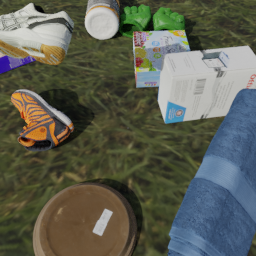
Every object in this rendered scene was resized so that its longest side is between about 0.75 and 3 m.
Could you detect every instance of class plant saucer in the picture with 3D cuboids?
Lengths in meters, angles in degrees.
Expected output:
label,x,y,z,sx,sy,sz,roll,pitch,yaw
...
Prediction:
label,x,y,z,sx,sy,sz,roll,pitch,yaw
plant saucer,-1.052,2.438,6.870,2.574,0.379,2.574,0,51,0

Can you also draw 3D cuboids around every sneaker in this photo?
label,x,y,z,sx,sy,sz,roll,pitch,yaw
sneaker,-3.013,-0.225,8.605,2.499,0.969,1.400,29,56,21
sneaker,-2.068,-1.966,5.597,2.305,0.872,1.011,17,79,18

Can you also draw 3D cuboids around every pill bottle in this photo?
label,x,y,z,sx,sy,sz,roll,pitch,yaw
pill bottle,-1.077,-5.110,12.213,1.426,1.426,2.450,0,51,0

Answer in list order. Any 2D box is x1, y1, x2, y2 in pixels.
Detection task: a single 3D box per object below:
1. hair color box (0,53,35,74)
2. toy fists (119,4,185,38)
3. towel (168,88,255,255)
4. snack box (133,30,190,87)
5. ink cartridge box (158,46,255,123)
label,x,y,z,sx,sy,sz,roll,pitch,yaw
hair color box,-4.902,-2.825,10.830,2.308,0.748,1.261,-29,57,-19
toy fists,1.039,-4.593,12.092,2.857,0.982,1.456,11,52,10
towel,1.594,0.884,4.361,0.698,1.605,2.875,9,59,48
snack box,1.276,-2.679,10.632,2.089,0.838,2.477,-2,52,0
ink cartridge box,2.441,-1.319,8.798,2.739,2.005,1.176,-8,51,-7
